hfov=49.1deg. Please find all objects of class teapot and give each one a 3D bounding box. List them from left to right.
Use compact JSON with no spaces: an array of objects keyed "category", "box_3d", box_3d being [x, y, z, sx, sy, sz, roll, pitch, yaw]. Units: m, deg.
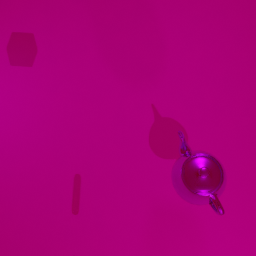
[{"category":"teapot","box_3d":[1.563,0.998,6.203,1.234,0.972,1.985,-24,71,-4]}]
